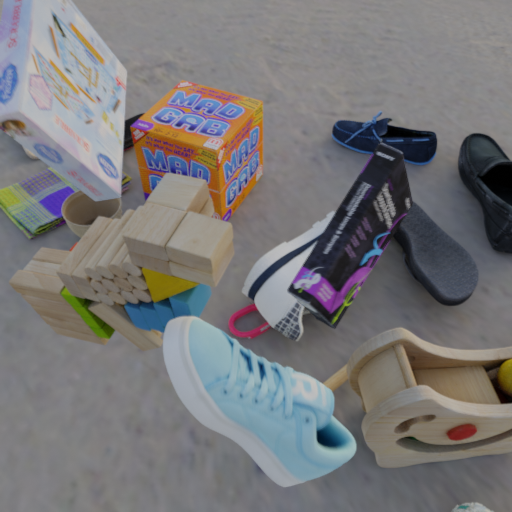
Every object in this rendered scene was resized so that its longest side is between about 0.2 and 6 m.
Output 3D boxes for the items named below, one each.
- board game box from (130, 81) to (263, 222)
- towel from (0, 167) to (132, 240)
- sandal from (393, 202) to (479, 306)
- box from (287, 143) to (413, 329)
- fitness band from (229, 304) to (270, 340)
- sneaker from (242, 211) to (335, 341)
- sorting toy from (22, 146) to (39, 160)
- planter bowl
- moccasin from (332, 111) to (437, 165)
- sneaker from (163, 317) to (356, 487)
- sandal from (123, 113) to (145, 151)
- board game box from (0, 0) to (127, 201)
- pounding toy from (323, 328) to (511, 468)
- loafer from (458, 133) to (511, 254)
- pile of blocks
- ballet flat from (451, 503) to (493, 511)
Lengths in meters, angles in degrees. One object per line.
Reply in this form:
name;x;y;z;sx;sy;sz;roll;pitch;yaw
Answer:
board game box;-1.067;-2.021;11.007;1.825;1.825;1.826;19;51;18
towel;-3.956;-1.378;11.481;2.383;0.271;1.711;-34;57;-28
sandal;3.076;-0.074;10.168;1.096;0.617;2.883;-2;38;-11
box;0.934;-0.126;5.223;0.280;1.108;1.550;29;84;26
fitness band;-0.083;1.088;9.321;0.771;0.144;0.554;-25;49;-23
sneaker;1.375;0.127;9.637;3.348;1.279;1.348;-35;67;-22
sorting toy;-4.564;-3.125;13.013;2.016;0.368;1.866;-24;52;-21
planter bowl;-3.024;-0.687;10.539;1.081;0.728;1.081;0;48;0
moccasin;2.850;-2.732;12.361;2.326;0.793;0.936;14;49;12
sneaker;0.156;1.301;5.381;1.029;2.511;0.928;-26;38;18
sandal;-2.936;-2.693;12.642;0.786;0.472;2.094;29;39;17
board game box;-2.947;-2.605;8.809;0.547;2.657;2.651;-8;68;15
pounding toy;2.180;1.537;7.637;3.507;2.005;2.012;-5;48;-5
loafer;4.780;-1.475;10.983;1.088;1.125;3.205;0;48;0
pile of blocks;-1.218;0.118;6.001;3.574;1.467;1.111;-15;37;46
ballet flat;3.210;3.795;6.438;0.812;0.812;2.264;-34;56;-27
